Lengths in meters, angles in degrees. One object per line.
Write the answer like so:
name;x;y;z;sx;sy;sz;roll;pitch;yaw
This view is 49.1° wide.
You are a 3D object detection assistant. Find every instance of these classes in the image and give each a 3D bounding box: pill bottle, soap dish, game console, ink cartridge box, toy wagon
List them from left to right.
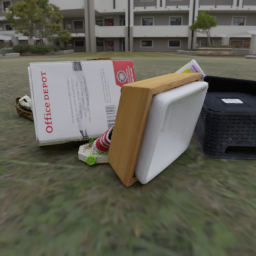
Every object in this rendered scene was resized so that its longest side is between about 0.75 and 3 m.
ink cartridge box;-1.255;-0.731;8.143;2.943;2.160;1.220;-6;-5;-20
toy wagon;-0.489;0.617;7.296;1.547;0.306;1.200;0;18;-4
soap dish;0.731;-0.172;6.537;1.127;2.183;2.775;25;27;26
pill bottle;2.179;-1.924;11.172;1.611;0.840;0.840;-34;8;20
game console;4.650;-1.073;10.308;2.579;1.707;2.933;-14;23;-37

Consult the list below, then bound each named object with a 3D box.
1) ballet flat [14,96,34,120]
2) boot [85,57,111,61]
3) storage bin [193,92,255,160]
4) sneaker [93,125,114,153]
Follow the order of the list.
ballet flat;-3.548;-0.794;10.593;2.471;0.894;0.838;16;50;39
boot;-0.853;-2.062;12.585;2.076;2.205;0.755;-5;18;-14
storage bin;3.011;-0.201;8.273;1.858;1.288;2.748;1;18;4
sneaker;-0.095;0.138;7.100;1.521;0.542;0.856;-27;-6;-35
